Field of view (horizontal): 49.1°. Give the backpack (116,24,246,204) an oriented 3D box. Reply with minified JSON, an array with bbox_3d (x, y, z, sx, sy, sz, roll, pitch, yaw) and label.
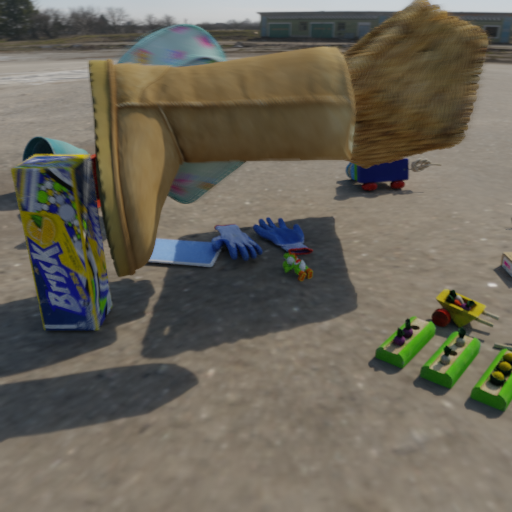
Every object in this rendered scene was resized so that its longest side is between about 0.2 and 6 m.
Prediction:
[{"bbox_3d":[-1.257,-2.515,9.697,2.378,2.705,2.074,-37,13,-5],"label":"backpack"}]

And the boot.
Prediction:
[{"bbox_3d":[-0.361,-1.492,7.993,3.735,3.271,1.235,-5,-9,-13],"label":"boot"}]

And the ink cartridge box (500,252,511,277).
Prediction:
[{"bbox_3d":[5.066,0.206,10.523,0.638,0.291,0.774,-1,25,1],"label":"ink cartridge box"}]

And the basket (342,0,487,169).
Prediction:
[{"bbox_3d":[2.245,-3.707,11.572,2.950,2.826,3.960,15,-3,-17],"label":"basket"}]

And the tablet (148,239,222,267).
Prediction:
[{"bbox_3d":[-1.582,-0.068,11.321,1.650,0.113,1.074,4,25,8],"label":"tablet"}]

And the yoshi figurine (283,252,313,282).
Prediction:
[{"bbox_3d":[0.738,0.235,10.542,0.390,0.391,0.696,-44,50,0],"label":"yoshi figurine"}]

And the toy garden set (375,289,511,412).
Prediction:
[{"bbox_3d":[3.355,1.249,8.017,2.543,0.507,2.120,19,31,35],"label":"toy garden set"}]

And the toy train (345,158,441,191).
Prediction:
[{"bbox_3d":[3.733,-2.412,15.551,2.337,0.989,1.352,-6,12,-12],"label":"toy train"}]

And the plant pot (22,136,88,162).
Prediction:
[{"bbox_3d":[-5.230,-2.401,14.995,1.457,1.457,1.369,17,14,33],"label":"plant pot"}]

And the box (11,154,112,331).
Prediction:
[{"bbox_3d":[-2.884,-0.175,8.531,0.918,2.619,0.842,0,23,3],"label":"box"}]

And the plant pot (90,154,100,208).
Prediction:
[{"bbox_3d":[-4.401,-1.810,13.968,1.042,1.182,1.181,-4,23,16],"label":"plant pot"}]

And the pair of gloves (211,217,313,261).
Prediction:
[{"bbox_3d":[0.054,-0.389,11.737,2.169,0.247,1.744,-4,26,-19],"label":"pair of gloves"}]
